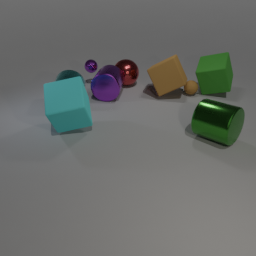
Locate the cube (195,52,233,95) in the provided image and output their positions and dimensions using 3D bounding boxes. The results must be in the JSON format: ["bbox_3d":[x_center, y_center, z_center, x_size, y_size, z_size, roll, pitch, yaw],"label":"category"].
[{"bbox_3d":[4.273,-2.663,13.760,1.400,1.400,1.400,-3,44,30],"label":"cube"}]

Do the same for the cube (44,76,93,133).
[{"bbox_3d":[-2.221,-0.850,10.496,1.400,1.400,1.400,-12,61,0],"label":"cube"}]

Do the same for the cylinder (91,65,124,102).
[{"bbox_3d":[-0.965,-2.190,13.594,1.400,1.400,1.400,4,31,8],"label":"cylinder"}]

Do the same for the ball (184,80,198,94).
[{"bbox_3d":[3.123,-2.016,13.902,0.700,0.700,0.700,0,30,0],"label":"ball"}]

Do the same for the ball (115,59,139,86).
[{"bbox_3d":[-0.112,-2.945,14.903,1.400,1.400,1.400,0,30,0],"label":"ball"}]

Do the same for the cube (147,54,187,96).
[{"bbox_3d":[1.938,-2.572,13.599,1.400,1.400,1.400,-22,13,22],"label":"cube"}]

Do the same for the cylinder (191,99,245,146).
[{"bbox_3d":[3.247,-0.233,10.137,1.400,1.400,1.400,22,36,38],"label":"cylinder"}]

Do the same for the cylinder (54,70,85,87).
[{"bbox_3d":[-2.708,-1.737,12.695,1.400,1.400,1.400,-1,33,-1],"label":"cylinder"}]

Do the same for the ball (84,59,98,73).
[{"bbox_3d":[-1.953,-3.274,14.838,0.700,0.700,0.700,0,30,0],"label":"ball"}]
